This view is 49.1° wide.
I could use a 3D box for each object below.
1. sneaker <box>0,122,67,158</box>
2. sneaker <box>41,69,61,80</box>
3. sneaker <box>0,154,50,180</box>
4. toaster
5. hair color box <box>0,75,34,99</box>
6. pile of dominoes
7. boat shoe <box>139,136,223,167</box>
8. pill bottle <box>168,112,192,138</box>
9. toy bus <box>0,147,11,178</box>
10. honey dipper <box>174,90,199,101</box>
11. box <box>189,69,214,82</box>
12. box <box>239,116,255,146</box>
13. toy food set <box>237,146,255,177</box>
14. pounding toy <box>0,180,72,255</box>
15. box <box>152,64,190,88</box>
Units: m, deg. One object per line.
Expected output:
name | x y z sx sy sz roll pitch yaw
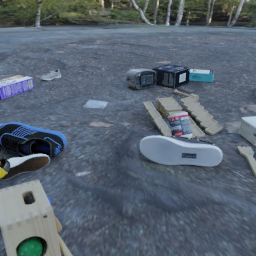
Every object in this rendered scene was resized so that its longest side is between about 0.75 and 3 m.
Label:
sneaker | -2.842 0.366 7.560 2.238 0.785 0.872 5 18 7
sneaker | -4.108 -2.830 14.815 0.448 0.491 1.199 18 31 34
sneaker | -2.602 0.840 6.924 1.245 0.453 0.527 -14 31 -25
toaster | 0.669 -2.399 13.448 1.537 0.873 0.993 -16 27 -29
hair color box | -5.318 -1.876 12.656 1.006 0.596 1.840 12 26 26
pile of dominoes | 1.834 -0.286 9.745 2.123 0.434 2.724 -6 34 -13
boat shoe | 1.369 0.515 7.362 2.110 0.738 0.699 4 19 6
pill bottle | 1.493 0.074 7.859 0.568 0.950 0.568 -12 -5 -1
toy bus | -3.578 0.869 6.217 1.472 1.041 1.533 -44 38 -12
honey dipper | 2.482 -1.453 12.124 0.275 0.275 1.447 -13 26 -26
box | 3.552 -2.777 14.740 1.847 0.454 0.760 8 26 16
box | 4.001 0.062 8.459 0.883 0.577 0.878 -5 25 -11
toy food set | 4.377 0.719 7.084 2.675 0.537 1.847 2 25 4
pounding toy | -1.359 1.686 4.348 0.991 1.283 1.394 -13 19 -25
box | 2.143 -2.615 13.962 1.381 0.811 1.358 21 32 38
